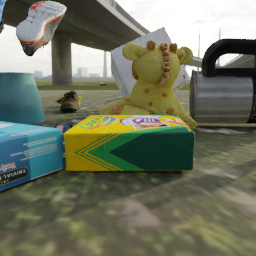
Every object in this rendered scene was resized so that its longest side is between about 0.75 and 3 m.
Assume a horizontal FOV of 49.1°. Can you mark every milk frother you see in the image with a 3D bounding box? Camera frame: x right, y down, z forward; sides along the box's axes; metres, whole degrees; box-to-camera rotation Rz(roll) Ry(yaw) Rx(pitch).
[{"bbox_3d":[3.416,-1.505,9.006,2.800,2.687,2.977,2,12,8],"label":"milk frother"}]

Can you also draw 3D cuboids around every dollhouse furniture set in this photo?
[{"bbox_3d":[-3.277,-1.283,15.128,0.938,0.719,1.432,19,-23,-40],"label":"dollhouse furniture set"}]

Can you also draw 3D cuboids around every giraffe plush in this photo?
[{"bbox_3d":[0.620,-1.153,7.849,2.530,2.378,2.932,-8,12,-40],"label":"giraffe plush"}]

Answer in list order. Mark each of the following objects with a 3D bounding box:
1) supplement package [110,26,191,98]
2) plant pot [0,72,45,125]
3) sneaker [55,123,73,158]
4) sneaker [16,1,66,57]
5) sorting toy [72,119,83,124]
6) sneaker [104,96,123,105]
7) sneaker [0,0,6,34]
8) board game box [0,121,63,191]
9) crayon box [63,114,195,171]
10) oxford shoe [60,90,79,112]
[{"bbox_3d":[0.692,-2.014,10.636,2.107,2.091,2.776,-26,0,-3],"label":"supplement package"},{"bbox_3d":[-3.727,-1.012,9.276,1.767,1.660,1.767,0,10,0],"label":"plant pot"},{"bbox_3d":[-1.296,0.205,5.247,0.494,0.556,1.317,0,10,2],"label":"sneaker"},{"bbox_3d":[-2.851,-3.272,9.200,0.965,1.026,2.506,22,52,4],"label":"sneaker"},{"bbox_3d":[-1.160,-0.095,8.059,0.725,0.176,1.288,5,3,-38],"label":"sorting toy"},{"bbox_3d":[-0.116,-1.209,13.341,2.006,0.709,0.995,3,14,41],"label":"sneaker"},{"bbox_3d":[-3.529,-3.287,7.165,0.964,2.513,1.398,22,-20,-11],"label":"sneaker"},{"bbox_3d":[-2.697,0.344,4.042,2.792,0.655,2.108,6,11,32],"label":"board game box"},{"bbox_3d":[0.059,0.164,5.164,1.918,0.648,2.223,0,9,3],"label":"crayon box"},{"bbox_3d":[-2.690,-1.236,12.880,0.827,0.960,2.275,1,11,-8],"label":"oxford shoe"}]
